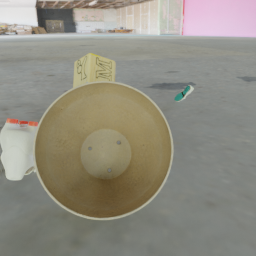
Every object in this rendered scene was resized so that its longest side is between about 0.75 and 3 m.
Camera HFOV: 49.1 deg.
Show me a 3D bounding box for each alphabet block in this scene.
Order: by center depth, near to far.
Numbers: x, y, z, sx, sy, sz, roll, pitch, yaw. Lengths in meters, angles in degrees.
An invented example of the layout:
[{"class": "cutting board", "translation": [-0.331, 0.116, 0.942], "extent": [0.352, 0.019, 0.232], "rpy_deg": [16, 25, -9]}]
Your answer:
[{"class": "alphabet block", "translation": [-1.111, -1.686, 9.199], "extent": [1.051, 1.071, 1.046], "rpy_deg": [10, -12, -40]}]

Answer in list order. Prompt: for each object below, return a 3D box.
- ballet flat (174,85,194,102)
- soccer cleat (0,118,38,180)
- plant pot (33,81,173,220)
[{"class": "ballet flat", "translation": [1.961, -1.158, 9.678], "extent": [0.296, 0.853, 0.296], "rpy_deg": [18, 51, -24]}, {"class": "soccer cleat", "translation": [-1.918, 0.369, 5.451], "extent": [0.888, 0.994, 2.563], "rpy_deg": [8, -2, -6]}, {"class": "plant pot", "translation": [-0.377, 0.384, 4.563], "extent": [1.965, 1.965, 1.319], "rpy_deg": [-2, -10, -4]}]
